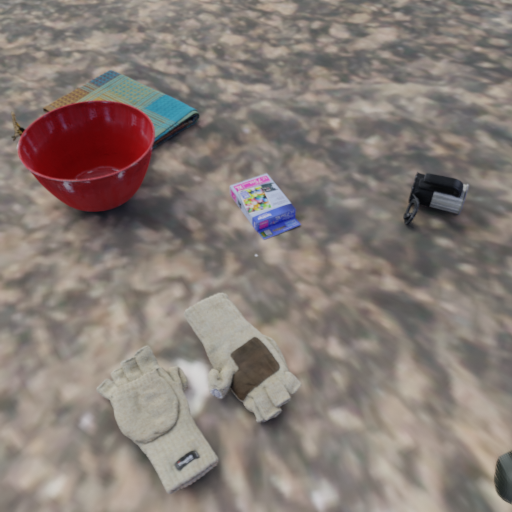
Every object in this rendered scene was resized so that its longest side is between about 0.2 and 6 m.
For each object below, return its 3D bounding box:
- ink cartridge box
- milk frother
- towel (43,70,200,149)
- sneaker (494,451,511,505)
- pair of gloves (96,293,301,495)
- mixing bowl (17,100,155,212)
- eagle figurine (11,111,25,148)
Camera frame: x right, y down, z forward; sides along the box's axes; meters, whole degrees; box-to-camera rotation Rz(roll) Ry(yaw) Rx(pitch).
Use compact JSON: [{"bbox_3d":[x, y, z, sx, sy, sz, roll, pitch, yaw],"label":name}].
[{"bbox_3d":[0.149,-0.878,9.700,0.765,0.269,1.282,-21,53,-17],"label":"ink cartridge box"},{"bbox_3d":[3.041,-0.890,9.533,0.890,0.854,0.946,16,93,15],"label":"milk frother"},{"bbox_3d":[-2.773,-2.936,11.529,2.723,0.295,1.997,30,54,26],"label":"towel"},{"bbox_3d":[3.761,2.223,6.101,2.956,1.276,1.187,11,70,-29],"label":"sneaker"},{"bbox_3d":[-0.713,1.680,7.321,2.277,0.399,1.936,-35,61,-24],"label":"pair of gloves"},{"bbox_3d":[-2.785,-1.575,9.676,2.218,1.201,2.218,0,49,0],"label":"mixing bowl"},{"bbox_3d":[-4.121,-2.365,10.800,1.046,0.794,0.789,-1,8,-33],"label":"eagle figurine"}]
